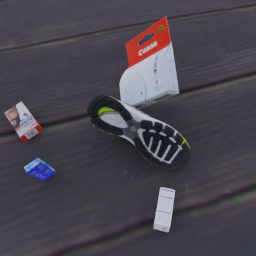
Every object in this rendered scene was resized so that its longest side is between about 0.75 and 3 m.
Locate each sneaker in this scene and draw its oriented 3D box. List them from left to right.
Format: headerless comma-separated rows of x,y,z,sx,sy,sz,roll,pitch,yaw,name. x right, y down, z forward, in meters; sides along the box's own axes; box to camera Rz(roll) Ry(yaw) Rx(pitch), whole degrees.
0.364,0.007,7.120,2.801,1.035,1.134,34,14,4,sneaker

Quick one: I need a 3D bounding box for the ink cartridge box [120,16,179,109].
0.436,-1.707,7.603,0.513,1.736,2.169,2,76,-41,ink cartridge box

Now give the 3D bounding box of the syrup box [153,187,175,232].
0.810,1.797,6.212,0.354,0.342,0.870,11,53,8,syrup box

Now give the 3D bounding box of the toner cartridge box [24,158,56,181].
-2.014,0.976,6.473,0.369,0.777,0.168,-36,62,-5,toner cartridge box

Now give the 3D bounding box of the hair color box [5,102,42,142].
-2.828,-0.178,7.559,0.565,0.326,1.020,-38,60,-12,hair color box
